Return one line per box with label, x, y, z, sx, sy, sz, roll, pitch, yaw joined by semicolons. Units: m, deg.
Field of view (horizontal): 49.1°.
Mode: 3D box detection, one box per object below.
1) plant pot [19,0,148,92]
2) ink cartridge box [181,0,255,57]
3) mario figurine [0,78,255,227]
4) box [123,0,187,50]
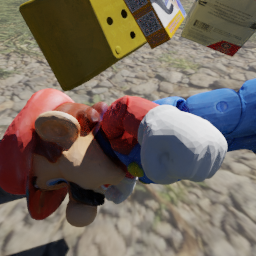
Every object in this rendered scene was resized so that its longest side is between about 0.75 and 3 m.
plant pot;-0.657;-2.174;5.959;1.763;1.999;1.999;-1;32;48
ink cartridge box;2.532;-3.020;6.995;1.618;2.242;0.939;20;69;-3
mario figurine;0.061;0.178;1.157;1.279;0.790;0.678;-9;36;12
box;0.146;-1.958;3.551;0.347;1.676;0.997;-17;28;35
